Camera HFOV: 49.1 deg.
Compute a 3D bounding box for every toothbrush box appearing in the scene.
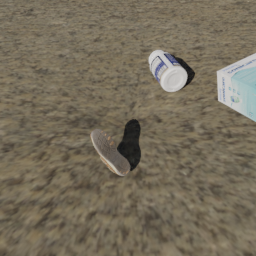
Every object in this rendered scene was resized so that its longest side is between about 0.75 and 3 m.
[{"bbox_3d":[3.350,-0.886,6.379,1.576,0.918,2.153,-26,38,-14],"label":"toothbrush box"}]

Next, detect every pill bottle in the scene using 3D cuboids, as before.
[{"bbox_3d":[1.368,-2.144,10.165,0.970,0.970,1.746,-11,41,-12],"label":"pill bottle"}]

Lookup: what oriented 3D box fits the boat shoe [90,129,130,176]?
[{"bbox_3d":[-0.509,0.636,6.925,0.520,1.373,0.493,-38,10,-29],"label":"boat shoe"}]
